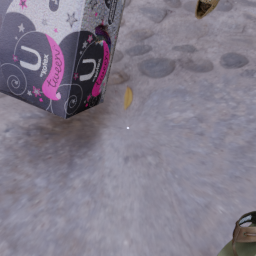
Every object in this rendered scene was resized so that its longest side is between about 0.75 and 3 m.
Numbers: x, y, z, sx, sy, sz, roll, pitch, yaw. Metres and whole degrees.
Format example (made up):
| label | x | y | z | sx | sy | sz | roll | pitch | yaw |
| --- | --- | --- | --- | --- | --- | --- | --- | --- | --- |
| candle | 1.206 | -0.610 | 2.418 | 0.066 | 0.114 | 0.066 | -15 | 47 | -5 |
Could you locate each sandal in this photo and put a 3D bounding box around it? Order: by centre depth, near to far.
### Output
| label | x | y | z | sx | sy | sz | roll | pitch | yaw |
| --- | --- | --- | --- | --- | --- | --- | --- | --- | --- |
| sandal | 1.561 | 1.196 | 3.407 | 0.406 | 0.565 | 1.423 | 42 | 96 | -4 |

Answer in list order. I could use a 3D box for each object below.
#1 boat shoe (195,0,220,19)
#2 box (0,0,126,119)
| label | x | y | z | sx | sy | sz | roll | pitch | yaw |
| --- | --- | --- | --- | --- | --- | --- | --- | --- | --- |
| boat shoe | 2.212 | -3.580 | 7.515 | 0.630 | 1.747 | 0.568 | 40 | 80 | 6 |
| box | -1.327 | -1.991 | 5.466 | 1.976 | 2.990 | 1.716 | 22 | 24 | 15 |
